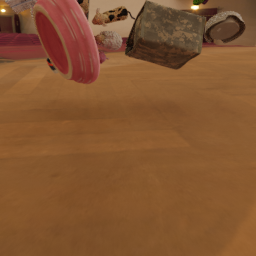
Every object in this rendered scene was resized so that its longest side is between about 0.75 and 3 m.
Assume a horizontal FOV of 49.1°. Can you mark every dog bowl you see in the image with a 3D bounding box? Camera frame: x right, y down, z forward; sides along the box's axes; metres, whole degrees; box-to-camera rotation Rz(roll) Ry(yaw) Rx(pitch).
[{"bbox_3d":[3.445,-3.610,10.086,1.424,0.418,1.424,-3,-19,-1],"label":"dog bowl"}]

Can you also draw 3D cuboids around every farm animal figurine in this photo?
[{"bbox_3d":[-0.746,-2.226,5.667,1.663,1.343,0.836,42,3,-15],"label":"farm animal figurine"}]

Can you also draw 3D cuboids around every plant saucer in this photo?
[{"bbox_3d":[-1.137,-1.529,4.873,0.444,1.750,1.750,-30,32,-22],"label":"plant saucer"}]

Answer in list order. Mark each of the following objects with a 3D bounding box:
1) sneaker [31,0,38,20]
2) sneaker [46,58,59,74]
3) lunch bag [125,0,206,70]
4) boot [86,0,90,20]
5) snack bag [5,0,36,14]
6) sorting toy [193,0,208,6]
[{"bbox_3d":[-2.608,-4.107,9.212,0.783,1.946,0.860,10,-19,-5],"label":"sneaker"},{"bbox_3d":[-2.122,-2.465,9.529,1.518,0.641,0.569,-28,32,16],"label":"sneaker"},{"bbox_3d":[1.121,-2.957,9.607,2.080,1.491,2.536,11,-8,-12],"label":"lunch bag"},{"bbox_3d":[-1.239,-3.599,8.287,1.644,1.808,0.656,35,40,21],"label":"boot"},{"bbox_3d":[-3.029,-3.590,8.047,0.752,0.085,0.798,-22,1,-2],"label":"snack bag"},{"bbox_3d":[2.462,-3.996,8.139,0.508,1.238,0.744,22,46,-19],"label":"sorting toy"}]
